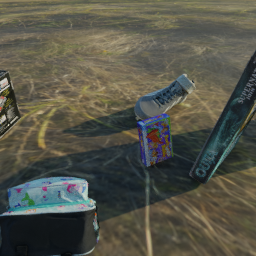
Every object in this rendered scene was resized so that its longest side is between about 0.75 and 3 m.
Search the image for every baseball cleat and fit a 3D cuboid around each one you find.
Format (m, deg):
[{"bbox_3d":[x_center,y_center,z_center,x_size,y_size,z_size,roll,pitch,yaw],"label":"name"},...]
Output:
[{"bbox_3d":[1.116,-0.982,8.014,0.811,1.238,2.327,48,44,9],"label":"baseball cleat"}]

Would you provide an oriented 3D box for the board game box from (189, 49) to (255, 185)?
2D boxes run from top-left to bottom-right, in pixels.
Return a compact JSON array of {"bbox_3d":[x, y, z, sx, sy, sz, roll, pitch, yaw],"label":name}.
[{"bbox_3d":[2.244,-0.438,5.379,0.410,2.915,1.971,34,41,22],"label":"board game box"}]

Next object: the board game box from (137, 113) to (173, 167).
[{"bbox_3d":[0.588,0.257,5.946,0.668,0.994,0.223,-19,29,-19],"label":"board game box"}]

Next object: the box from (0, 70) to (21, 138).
[{"bbox_3d":[-3.315,-0.350,6.550,0.439,1.421,1.779,10,39,14],"label":"box"}]

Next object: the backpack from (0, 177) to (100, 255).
[{"bbox_3d":[-1.048,1.252,3.981,1.285,1.090,1.448,-3,-14,-5],"label":"backpack"}]
